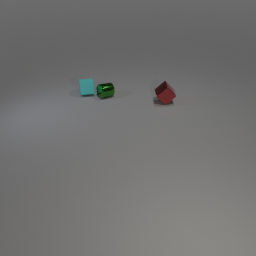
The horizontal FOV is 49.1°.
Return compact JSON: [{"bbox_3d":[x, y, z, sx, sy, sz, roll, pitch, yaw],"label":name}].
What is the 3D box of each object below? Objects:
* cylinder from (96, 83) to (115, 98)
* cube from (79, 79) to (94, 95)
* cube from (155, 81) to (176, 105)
[{"bbox_3d":[-1.145,-1.924,14.251,0.700,0.700,0.700,-14,34,-29],"label":"cylinder"},{"bbox_3d":[-2.150,-2.143,14.509,0.700,0.700,0.700,-7,19,-11],"label":"cube"},{"bbox_3d":[1.804,-1.703,13.578,0.700,0.700,0.700,-38,31,23],"label":"cube"}]
